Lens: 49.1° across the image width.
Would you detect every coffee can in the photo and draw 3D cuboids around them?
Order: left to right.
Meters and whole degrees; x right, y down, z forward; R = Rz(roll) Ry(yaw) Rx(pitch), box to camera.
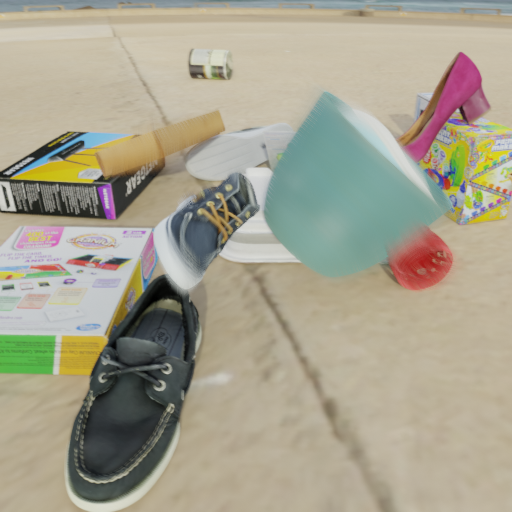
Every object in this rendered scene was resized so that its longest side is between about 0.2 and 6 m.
[{"bbox_3d":[-1.898,-7.975,23.301,1.615,1.182,1.182,6,29,11],"label":"coffee can"}]

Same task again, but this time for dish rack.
[{"bbox_3d":[1.181,-0.933,10.503,3.804,0.828,3.265,-1,28,0],"label":"dish rack"}]

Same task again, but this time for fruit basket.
[{"bbox_3d":[1.055,-2.146,11.781,1.670,1.803,0.845,5,65,11],"label":"fruit basket"}]

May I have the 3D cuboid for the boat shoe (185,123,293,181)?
[{"bbox_3d":[-0.443,-2.422,13.208,2.851,1.028,1.011,-19,15,-26],"label":"boat shoe"}]

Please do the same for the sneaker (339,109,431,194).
[{"bbox_3d":[1.523,-1.211,7.690,0.840,0.758,2.050,-23,62,-24],"label":"sneaker"}]

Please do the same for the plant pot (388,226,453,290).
[{"bbox_3d":[2.434,-0.043,8.609,0.888,0.888,0.808,-5,36,-10],"label":"plant pot"}]

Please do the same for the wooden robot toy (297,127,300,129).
[{"bbox_3d":[1.638,-3.029,14.335,1.095,1.063,2.412,-26,35,-21],"label":"wooden robot toy"}]

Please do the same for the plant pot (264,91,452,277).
[{"bbox_3d":[1.244,-0.852,8.076,2.362,1.895,2.362,35,23,-17],"label":"plant pot"}]

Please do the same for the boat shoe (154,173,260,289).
[{"bbox_3d":[-0.570,-0.461,7.185,1.040,0.810,2.290,-31,20,15],"label":"boat shoe"}]

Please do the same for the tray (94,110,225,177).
[{"bbox_3d":[-1.809,-2.294,11.228,1.403,0.527,2.845,-13,16,24],"label":"tray"}]

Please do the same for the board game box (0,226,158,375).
[{"bbox_3d":[-2.821,0.479,8.005,2.312,0.609,3.022,1,28,2],"label":"board game box"}]

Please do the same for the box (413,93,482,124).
[{"bbox_3d":[4.783,-3.264,14.260,0.706,1.370,2.350,-4,29,-7],"label":"box"}]

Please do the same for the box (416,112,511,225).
[{"bbox_3d":[4.110,-1.788,11.094,1.090,1.721,1.787,-8,28,-15],"label":"box"}]

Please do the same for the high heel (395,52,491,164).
[{"bbox_3d":[3.022,-2.589,10.519,2.615,1.257,0.881,-35,24,7],"label":"high heel"}]

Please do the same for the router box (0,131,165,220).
[{"bbox_3d":[-3.630,-1.844,12.118,2.463,0.843,3.302,4,28,7],"label":"router box"}]

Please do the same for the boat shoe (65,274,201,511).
[{"bbox_3d":[-1.246,1.215,6.163,1.160,1.029,3.103,8,30,10],"label":"boat shoe"}]
